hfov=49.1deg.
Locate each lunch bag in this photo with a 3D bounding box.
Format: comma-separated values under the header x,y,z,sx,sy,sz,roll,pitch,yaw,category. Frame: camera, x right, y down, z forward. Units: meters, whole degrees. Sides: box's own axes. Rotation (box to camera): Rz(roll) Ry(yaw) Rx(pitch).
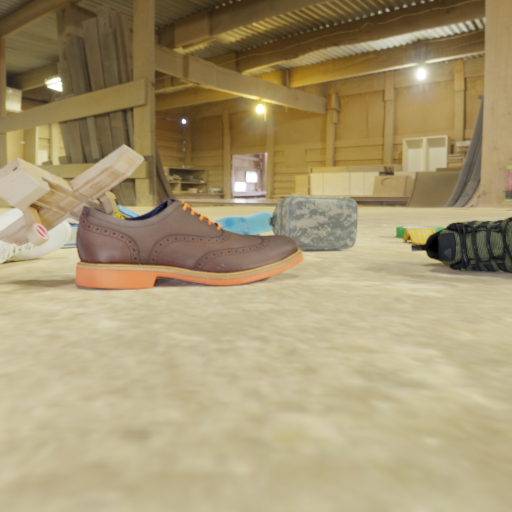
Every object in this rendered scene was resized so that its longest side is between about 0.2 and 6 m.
x,y,z,sx,sy,sz,roll,pitch,yaw,category
1.240,-0.730,12.164,1.683,1.172,1.411,-1,7,-15,lunch bag

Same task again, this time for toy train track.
x,y,z,sx,sy,sz,roll,pitch,yaw,category
-2.013,-0.359,7.830,2.162,0.613,3.770,-31,-21,13,toy train track

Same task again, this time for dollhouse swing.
x,y,z,sx,sy,sz,roll,pitch,yaw,category
3.981,-0.353,13.591,0.668,0.587,0.607,0,-35,1,dollhouse swing

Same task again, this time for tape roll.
x,y,z,sx,sy,sz,roll,pitch,yaw,category
4.460,-0.635,15.260,1.270,0.305,1.270,0,7,0,tape roll

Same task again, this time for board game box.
x,y,z,sx,sy,sz,roll,pitch,yaw,category
-4.068,-0.644,13.961,2.752,0.597,2.739,-5,7,-36,board game box

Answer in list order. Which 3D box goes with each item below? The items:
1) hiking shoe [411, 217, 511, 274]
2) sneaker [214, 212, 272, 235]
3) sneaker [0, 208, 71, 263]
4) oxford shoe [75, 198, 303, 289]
x,y,z,sx,sy,sz,roll,pitch,yaw,category
3.444,-0.085,8.360,1.306,0.983,2.595,-10,0,-15,hiking shoe
-0.431,-0.704,14.708,1.708,0.679,1.115,-7,-3,-14,sneaker
-4.279,-0.167,9.367,1.342,1.009,2.695,27,25,39,sneaker
-0.810,-0.212,7.647,3.173,1.151,1.130,-3,7,-22,oxford shoe
